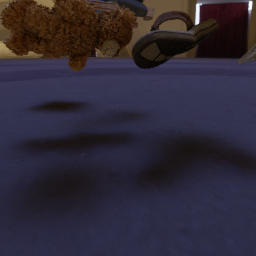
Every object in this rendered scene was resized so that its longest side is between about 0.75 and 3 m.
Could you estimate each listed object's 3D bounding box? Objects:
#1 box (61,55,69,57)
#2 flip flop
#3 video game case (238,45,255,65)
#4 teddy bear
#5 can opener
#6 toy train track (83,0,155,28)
[{"bbox_3d":[-2.412,-3.155,9.352,1.656,1.044,1.685,14,27,12],"label":"box"},{"bbox_3d":[0.767,-1.553,4.556,0.921,0.654,2.271,-25,7,47],"label":"flip flop"},{"bbox_3d":[2.317,-1.320,4.643,0.708,0.088,0.989,-17,-4,4],"label":"video game case"},{"bbox_3d":[-1.169,-1.875,5.704,2.691,1.951,0.898,7,53,-31],"label":"teddy bear"},{"bbox_3d":[-0.559,-3.475,7.076,2.448,0.644,0.814,4,50,-24],"label":"can opener"},{"bbox_3d":[-0.544,-3.469,8.330,2.671,1.532,0.434,11,-15,9],"label":"toy train track"}]
